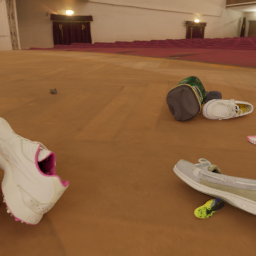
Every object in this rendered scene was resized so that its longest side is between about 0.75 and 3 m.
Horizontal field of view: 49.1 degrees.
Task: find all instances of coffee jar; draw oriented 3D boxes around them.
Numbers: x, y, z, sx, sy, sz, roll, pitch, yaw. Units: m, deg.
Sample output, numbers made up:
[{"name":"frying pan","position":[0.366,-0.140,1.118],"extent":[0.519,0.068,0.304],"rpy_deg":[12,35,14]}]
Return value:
[{"name":"coffee jar","position":[2.500,-1.275,11.797],"extent":[1.160,1.418,2.719],"rpy_deg":[-24,8,27]}]

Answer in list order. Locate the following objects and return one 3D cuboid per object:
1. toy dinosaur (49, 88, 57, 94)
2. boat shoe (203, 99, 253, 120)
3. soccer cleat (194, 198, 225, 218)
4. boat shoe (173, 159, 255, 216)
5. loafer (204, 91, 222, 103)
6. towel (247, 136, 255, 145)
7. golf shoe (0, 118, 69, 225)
[{"name":"toy dinosaur","position":[-4.152,-2.045,15.709],"extent":[0.412,0.310,0.805],"rpy_deg":[15,14,2]},{"name":"boat shoe","position":[4.108,-0.724,11.154],"extent":[2.251,0.831,0.959],"rpy_deg":[-2,4,-25]},{"name":"soccer cleat","position":[1.624,1.639,5.706],"extent":[0.751,0.243,0.314],"rpy_deg":[-14,0,-26]},{"name":"boat shoe","position":[2.032,1.097,5.897],"extent":[0.879,0.765,2.386],"rpy_deg":[16,3,-42]},{"name":"loafer","position":[3.567,-1.548,13.873],"extent":[2.071,0.744,0.652],"rpy_deg":[3,0,-9]},{"name":"towel","position":[4.596,0.471,8.854],"extent":[0.976,0.199,1.333],"rpy_deg":[-9,22,-21]},{"name":"golf shoe","position":[-2.091,0.612,5.740],"extent":[1.199,0.987,2.620],"rpy_deg":[-39,62,3]}]
